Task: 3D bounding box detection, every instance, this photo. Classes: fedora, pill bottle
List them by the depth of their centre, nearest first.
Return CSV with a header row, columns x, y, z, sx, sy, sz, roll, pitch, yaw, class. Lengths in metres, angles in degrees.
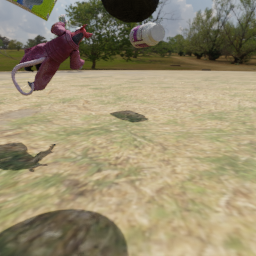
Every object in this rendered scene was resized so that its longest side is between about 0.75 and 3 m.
x,y,z,sx,sy,sz,roll,pitch,yaw,class
0.031,-2.464,4.877,2.014,0.920,2.014,1,-5,0,fedora
0.852,-4.041,12.203,0.959,0.959,1.707,-8,13,-27,pill bottle

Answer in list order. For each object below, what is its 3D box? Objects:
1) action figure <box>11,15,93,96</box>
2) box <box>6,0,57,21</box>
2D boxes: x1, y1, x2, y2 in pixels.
x,y,z,sx,sy,sz,roll,pitch,yaw,class
-1.961,-2.057,7.341,2.253,1.509,1.678,-29,9,23,action figure
-2.433,-3.302,6.858,1.305,0.796,0.311,25,-5,-9,box
